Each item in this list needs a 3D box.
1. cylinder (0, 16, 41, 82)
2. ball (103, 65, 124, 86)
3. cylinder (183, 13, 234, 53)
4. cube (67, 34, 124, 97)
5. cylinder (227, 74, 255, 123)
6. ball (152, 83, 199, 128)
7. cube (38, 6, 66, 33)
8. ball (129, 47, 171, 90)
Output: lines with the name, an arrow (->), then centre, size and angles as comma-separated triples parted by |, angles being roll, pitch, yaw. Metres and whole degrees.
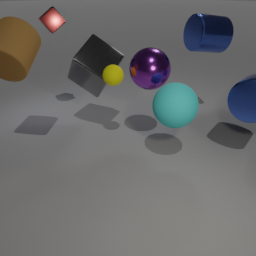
cylinder -> -3.555, -2.389, 8.563 | 1.400, 1.400, 1.400 | 5, 58, 9
ball -> -0.497, -1.758, 9.344 | 0.700, 0.700, 0.700 | 0, 28, 0
cylinder -> 3.141, -3.716, 11.052 | 1.400, 1.400, 1.400 | -3, 27, -22
cube -> -1.221, -2.282, 10.442 | 1.400, 1.400, 1.400 | 34, 64, -6
cylinder -> 4.149, -1.008, 9.212 | 1.400, 1.400, 1.400 | 17, 25, 28
ball -> 1.454, -0.693, 8.635 | 1.400, 1.400, 1.400 | 0, 28, 0
cube -> -2.946, -4.175, 10.836 | 0.700, 0.700, 0.700 | -43, 30, -2
ball -> 0.741, -1.991, 9.443 | 1.400, 1.400, 1.400 | 0, 28, 0
